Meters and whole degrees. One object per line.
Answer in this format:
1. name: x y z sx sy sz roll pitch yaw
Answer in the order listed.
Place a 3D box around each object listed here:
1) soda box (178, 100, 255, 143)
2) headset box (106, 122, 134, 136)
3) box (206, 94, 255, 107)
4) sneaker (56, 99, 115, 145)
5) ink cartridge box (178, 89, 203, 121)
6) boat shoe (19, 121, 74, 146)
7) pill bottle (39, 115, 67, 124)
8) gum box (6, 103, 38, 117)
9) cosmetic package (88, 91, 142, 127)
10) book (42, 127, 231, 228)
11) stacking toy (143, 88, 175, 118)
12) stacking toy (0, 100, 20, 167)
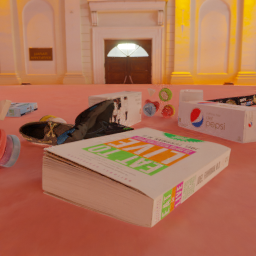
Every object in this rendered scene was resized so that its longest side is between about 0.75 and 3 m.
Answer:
1. soda box: 2.753 -0.288 8.575 0.954 0.892 2.801 -5 12 -26
2. headset box: -0.522 0.230 6.822 1.018 0.543 1.170 -6 12 -28
3. box: 4.167 -1.041 12.330 2.286 0.568 2.269 -4 6 42
4. sneaker: -0.740 0.054 5.847 0.697 0.780 1.903 -20 22 36
5. ink cartridge box: 2.337 -0.812 10.444 0.856 1.172 0.860 3 15 14
6. boat shoe: -1.898 0.125 6.851 1.737 0.621 0.519 0 -20 26
7. pill bottle: -2.050 -0.001 7.774 0.630 0.630 1.121 -7 13 -33
8. gum box: -5.195 -0.846 12.523 1.722 0.384 1.463 1 15 11
9. cosmetic package: -0.315 -0.573 9.378 0.722 1.177 2.852 7 13 21
10. book: 0.348 0.621 4.827 1.963 0.706 2.939 12 15 33
11. stacking toy: 1.238 -1.017 11.689 1.368 1.238 0.578 6 24 25
12. stacking toy: -2.604 0.082 5.727 1.510 1.367 0.638 9 -6 41
